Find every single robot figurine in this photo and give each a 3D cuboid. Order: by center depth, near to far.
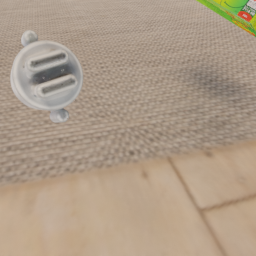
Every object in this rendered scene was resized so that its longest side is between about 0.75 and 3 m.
[{"bbox_3d":[-0.745,-0.443,2.503,0.563,0.845,0.996,-19,11,-21],"label":"robot figurine"}]

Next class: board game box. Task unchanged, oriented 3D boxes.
[{"bbox_3d":[2.054,-3.102,6.369,2.746,0.654,1.395,46,24,25],"label":"board game box"}]
